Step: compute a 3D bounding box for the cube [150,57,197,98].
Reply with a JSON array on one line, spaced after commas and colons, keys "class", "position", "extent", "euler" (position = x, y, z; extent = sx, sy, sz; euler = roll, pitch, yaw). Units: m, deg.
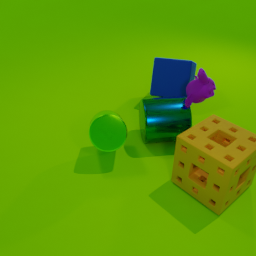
[{"class": "cube", "position": [1.580, -1.698, 9.657], "extent": [1.257, 1.257, 1.257], "euler": [10, 12, 18]}]

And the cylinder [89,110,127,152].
[{"class": "cylinder", "position": [-0.532, 0.056, 7.306], "extent": [0.950, 0.950, 0.950], "euler": [-4, 10, -6]}]

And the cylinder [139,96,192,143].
[{"class": "cylinder", "position": [1.023, -0.237, 7.984], "extent": [1.267, 1.267, 1.267], "euler": [-4, 36, -5]}]

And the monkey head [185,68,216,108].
[{"class": "monkey head", "position": [1.871, -1.131, 7.506], "extent": [0.749, 0.895, 1.244], "euler": [-9, 41, 39]}]

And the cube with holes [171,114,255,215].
[{"class": "cube with holes", "position": [2.012, 0.771, 6.400], "extent": [1.372, 1.372, 1.372], "euler": [-27, 43, -33]}]
